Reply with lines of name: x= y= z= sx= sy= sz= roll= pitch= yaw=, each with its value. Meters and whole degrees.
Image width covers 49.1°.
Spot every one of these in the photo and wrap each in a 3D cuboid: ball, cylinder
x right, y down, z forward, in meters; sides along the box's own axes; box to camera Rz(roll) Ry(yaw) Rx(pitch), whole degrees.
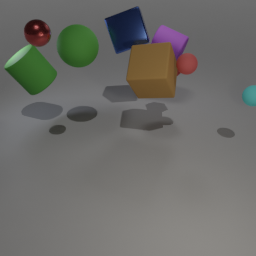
ball: x=-2.408 y=-2.523 z=7.459 sx=0.700 sy=0.700 sz=0.700 roll=0 pitch=30 yaw=0
ball: x=1.957 y=-2.127 z=9.296 sx=0.700 sy=0.700 sz=0.700 roll=0 pitch=30 yaw=0
ball: x=-1.691 y=-2.757 z=9.456 sx=1.400 sy=1.400 sz=1.400 roll=0 pitch=30 yaw=0
ball: x=4.177 y=-1.069 z=9.331 sx=0.700 sy=0.700 sz=0.700 roll=0 pitch=30 yaw=0
cylinder: x=1.919 y=-3.899 z=13.196 sx=1.400 sy=1.400 sz=1.400 roll=28 pitch=36 yaw=8
cylinder: x=-3.719 y=-2.231 z=10.800 sx=1.400 sy=1.400 sz=1.400 roll=-24 pitch=37 yaw=20

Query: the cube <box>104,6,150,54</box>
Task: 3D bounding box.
cube: x=0.013 y=-3.961 z=11.396 sx=1.400 sy=1.400 sz=1.400 roll=-17 pitch=17 yaw=11

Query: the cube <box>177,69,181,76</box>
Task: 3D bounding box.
cube: x=1.600 y=-2.359 z=11.145 sx=0.700 sy=0.700 sz=0.700 roll=-39 pitch=29 yaw=10

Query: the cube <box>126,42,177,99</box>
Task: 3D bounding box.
cube: x=0.889 y=-1.968 z=9.830 sx=1.400 sy=1.400 sz=1.400 roll=1 pitch=69 yaw=21
